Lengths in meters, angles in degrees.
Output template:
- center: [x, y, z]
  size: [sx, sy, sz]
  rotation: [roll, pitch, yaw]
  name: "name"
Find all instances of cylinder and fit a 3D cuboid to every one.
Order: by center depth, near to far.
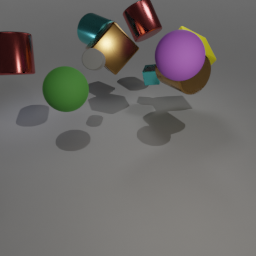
- center: [-1.151, -2.310, 9.480]
  size: [0.700, 0.700, 0.700]
  rotation: [2, 10, 3]
  name: "cylinder"
- center: [1.896, -2.030, 9.764]
  size: [1.400, 1.400, 1.400]
  rotation: [-16, 32, -25]
  name: "cylinder"
- center: [-4.076, -2.601, 9.938]
  size: [1.400, 1.400, 1.400]
  rotation: [-2, 11, 0]
  name: "cylinder"
- center: [-1.306, -4.250, 12.527]
  size: [1.400, 1.400, 1.400]
  rotation: [33, 44, 30]
  name: "cylinder"
- center: [0.661, -4.870, 12.791]
  size: [1.400, 1.400, 1.400]
  rotation: [-25, 5, 2]
  name: "cylinder"

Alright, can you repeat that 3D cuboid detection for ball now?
- center: [1.457, -2.037, 7.899]
  size: [1.400, 1.400, 1.400]
  rotation: [0, 31, 0]
  name: "ball"
- center: [-1.917, -1.192, 8.653]
  size: [1.400, 1.400, 1.400]
  rotation: [0, 31, 0]
  name: "ball"

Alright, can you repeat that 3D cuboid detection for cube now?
- center: [-0.659, -3.175, 11.159]
  size: [1.400, 1.400, 1.400]
  rotation: [-48, 24, 4]
  name: "cube"
- center: [2.426, -2.960, 11.399]
  size: [1.400, 1.400, 1.400]
  rotation: [13, 48, -31]
  name: "cube"
- center: [1.099, -2.421, 12.720]
  size: [0.700, 0.700, 0.700]
  rotation: [-1, 38, 18]
  name: "cube"
